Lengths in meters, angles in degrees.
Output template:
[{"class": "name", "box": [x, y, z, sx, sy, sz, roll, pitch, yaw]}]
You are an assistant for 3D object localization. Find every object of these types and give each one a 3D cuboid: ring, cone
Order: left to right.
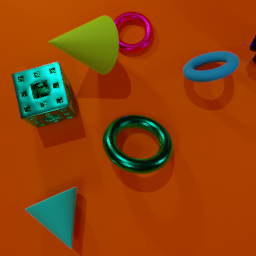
[{"class": "cone", "box": [-1.486, 2.116, 6.242, 1.195, 1.195, 1.200, -23, 82, -4]}, {"class": "cone", "box": [-1.153, -1.926, 6.421, 1.375, 1.370, 1.370, -8, 77, -35]}, {"class": "ring", "box": [0.102, -2.623, 7.661, 1.203, 0.241, 1.203, 0, 79, 0]}, {"class": "ring", "box": [0.241, 0.339, 6.682, 1.708, 0.342, 1.708, 5, 48, -6]}, {"class": "ring", "box": [2.048, -1.539, 6.977, 1.350, 1.350, 0.270, -23, 121, -4]}]

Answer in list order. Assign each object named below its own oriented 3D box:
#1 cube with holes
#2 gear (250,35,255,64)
[{"class": "cube with holes", "box": [-1.989, -0.762, 6.868, 1.105, 1.105, 1.105, -15, 80, -3]}, {"class": "gear", "box": [3.951, -1.747, 6.554, 2.042, 2.042, 0.378, 33, 79, 6]}]
